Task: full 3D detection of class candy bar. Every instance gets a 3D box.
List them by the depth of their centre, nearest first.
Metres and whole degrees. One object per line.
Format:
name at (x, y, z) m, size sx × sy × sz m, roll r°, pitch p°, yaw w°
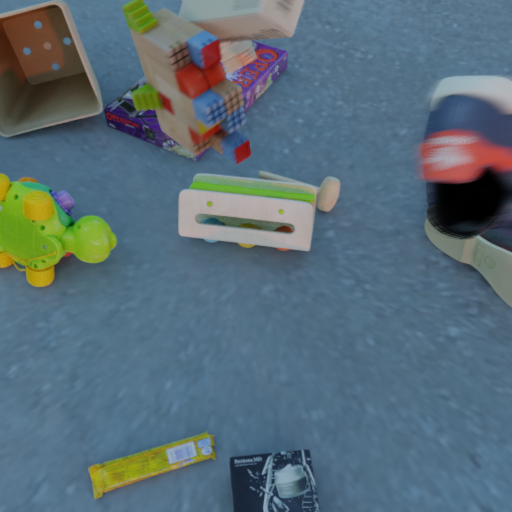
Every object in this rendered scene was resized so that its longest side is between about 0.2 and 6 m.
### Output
candy bar at (-1.270, 2.587, 7.004) m, size 1.602 × 0.178 × 0.400 m, roll -14°, pitch 56°, yaw -12°

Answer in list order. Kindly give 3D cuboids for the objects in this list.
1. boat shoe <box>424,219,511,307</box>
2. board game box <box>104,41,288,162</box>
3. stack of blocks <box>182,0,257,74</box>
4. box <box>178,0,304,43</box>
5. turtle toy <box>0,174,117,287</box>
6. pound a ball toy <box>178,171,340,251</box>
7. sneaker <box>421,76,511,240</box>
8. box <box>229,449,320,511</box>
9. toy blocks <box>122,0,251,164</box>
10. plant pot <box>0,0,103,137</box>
boat shoe at (3.880, 0.011, 8.695) m, size 0.834 × 0.949 × 2.666 m, roll -28°, pitch 51°, yaw -24°
board game box at (-1.160, -3.581, 11.899) m, size 2.237 × 0.602 × 3.728 m, roll 26°, pitch 55°, yaw 15°
stack of blocks at (-0.665, -3.716, 8.387) m, size 0.500 × 1.707 × 0.983 m, roll -24°, pitch 56°, yaw 16°
box at (-0.196, -2.698, 6.039) m, size 1.500 × 0.513 × 0.616 m, roll 21°, pitch 94°, yaw 47°
turtle toy at (-3.269, -0.433, 8.778) m, size 2.193 × 1.598 × 1.109 m, roll 22°, pitch 32°, yaw 16°
pound a ball toy at (0.107, -0.736, 9.379) m, size 2.473 × 1.051 × 1.613 m, roll 7°, pitch 25°, yaw 6°
sneaker at (2.509, -0.612, 6.213) m, size 1.125 × 3.001 × 1.268 m, roll 9°, pitch 73°, yaw 41°
box at (0.212, 2.861, 6.514) m, size 0.977 × 0.605 × 0.960 m, roll -5°, pitch 49°, yaw -4°
toy blocks at (-0.678, -1.818, 6.351) m, size 0.965 × 1.931 × 1.320 m, roll -38°, pitch 57°, yaw -20°
plant pot at (-4.332, -3.931, 11.137) m, size 2.116 × 2.119 × 1.876 m, roll -14°, pitch 37°, yaw 1°
